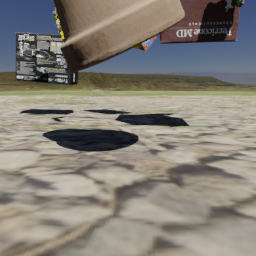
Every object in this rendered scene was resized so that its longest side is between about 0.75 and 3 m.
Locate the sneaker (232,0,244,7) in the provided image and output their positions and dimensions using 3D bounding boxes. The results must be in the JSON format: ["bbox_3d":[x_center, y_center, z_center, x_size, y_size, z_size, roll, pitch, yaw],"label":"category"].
[{"bbox_3d":[2.179,-2.855,5.223,0.502,1.178,0.460,-7,43,3],"label":"sneaker"}]

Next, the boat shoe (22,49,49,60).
[{"bbox_3d":[-2.987,-2.400,9.092,0.828,0.306,0.250,9,-3,-24],"label":"boat shoe"}]

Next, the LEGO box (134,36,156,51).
[{"bbox_3d":[-0.089,-3.411,9.292,1.752,0.676,1.305,29,-15,39],"label":"LEGO box"}]

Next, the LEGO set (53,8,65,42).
[{"bbox_3d":[-1.574,-2.883,6.859,0.670,1.457,0.542,14,-13,4],"label":"LEGO set"}]

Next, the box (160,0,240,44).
[{"bbox_3d":[1.605,-3.107,6.551,1.717,2.070,1.700,0,20,7],"label":"box"}]

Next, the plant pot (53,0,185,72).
[{"bbox_3d":[-0.390,-2.036,4.146,1.998,1.743,1.998,-24,21,10],"label":"plant pot"}]

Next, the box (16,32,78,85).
[{"bbox_3d":[-2.939,-2.518,10.256,2.104,1.723,0.906,6,11,10],"label":"box"}]
